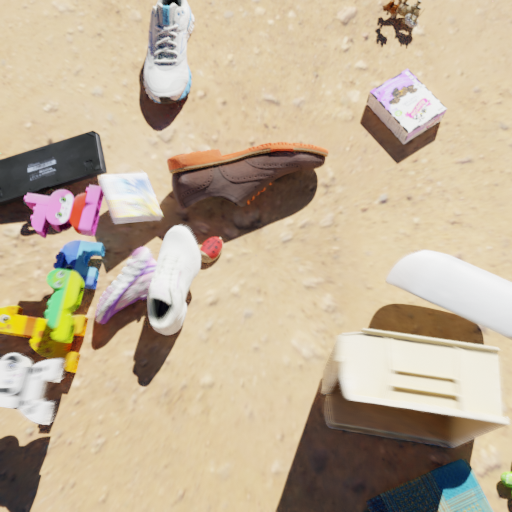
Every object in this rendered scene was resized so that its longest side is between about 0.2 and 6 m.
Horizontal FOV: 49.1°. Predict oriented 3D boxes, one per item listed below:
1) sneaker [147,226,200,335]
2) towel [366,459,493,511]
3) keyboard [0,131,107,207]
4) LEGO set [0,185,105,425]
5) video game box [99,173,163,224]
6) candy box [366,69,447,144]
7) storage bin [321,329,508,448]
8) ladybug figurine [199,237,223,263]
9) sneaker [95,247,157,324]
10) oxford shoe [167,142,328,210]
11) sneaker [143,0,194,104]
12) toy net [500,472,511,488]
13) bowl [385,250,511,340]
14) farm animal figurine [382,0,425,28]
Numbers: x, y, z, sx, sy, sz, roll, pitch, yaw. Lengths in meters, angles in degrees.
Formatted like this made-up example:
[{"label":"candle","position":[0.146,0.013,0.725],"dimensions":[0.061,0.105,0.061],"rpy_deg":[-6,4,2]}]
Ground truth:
[{"label":"sneaker","position":[-1.574,0.447,10.581],"dimensions":[0.788,1.048,2.104],"rpy_deg":[6,83,8]},{"label":"towel","position":[3.071,4.535,9.625],"dimensions":[1.985,0.215,1.456],"rpy_deg":[-20,69,-7]},{"label":"keyboard","position":[-4.467,-1.638,11.875],"dimensions":[2.621,0.336,1.574],"rpy_deg":[-17,63,2]},{"label":"LEGO set","position":[-4.060,0.831,10.365],"dimensions":[1.739,1.617,4.239],"rpy_deg":[9,71,-2]},{"label":"video game box","position":[-2.582,-1.201,11.537],"dimensions":[1.011,0.260,1.110],"rpy_deg":[-10,63,-33]},{"label":"candy box","position":[3.379,-3.372,12.629],"dimensions":[1.142,0.487,1.362],"rpy_deg":[-33,72,-12]},{"label":"storage bin","position":[2.410,2.244,9.275],"dimensions":[2.453,2.471,1.158],"rpy_deg":[8,65,4]},{"label":"ladybug figurine","position":[-0.929,-0.149,11.467],"dimensions":[0.427,0.226,0.629],"rpy_deg":[32,73,16]},{"label":"sneaker","position":[-2.445,0.687,10.942],"dimensions":[0.751,0.683,1.698],"rpy_deg":[40,84,-26]},{"label":"oxford shoe","position":[-0.105,-1.680,11.792],"dimensions":[3.378,1.202,1.225],"rpy_deg":[-8,95,-5]},{"label":"sneaker","position":[-2.072,-4.964,12.832],"dimensions":[1.160,1.341,3.095],"rpy_deg":[0,69,-1]},{"label":"toy net","position":[6.647,4.077,9.443],"dimensions":[4.467,0.863,2.343],"rpy_deg":[26,70,10]},{"label":"bowl","position":[3.609,0.622,9.820],"dimensions":[2.375,2.378,0.888],"rpy_deg":[24,94,0]},{"label":"farm animal figurine","position":[3.567,-6.115,13.739],"dimensions":[1.076,0.567,1.088],"rpy_deg":[27,63,-2]}]
